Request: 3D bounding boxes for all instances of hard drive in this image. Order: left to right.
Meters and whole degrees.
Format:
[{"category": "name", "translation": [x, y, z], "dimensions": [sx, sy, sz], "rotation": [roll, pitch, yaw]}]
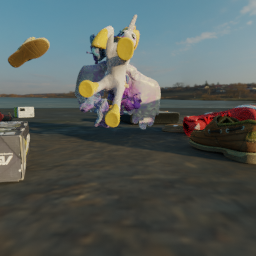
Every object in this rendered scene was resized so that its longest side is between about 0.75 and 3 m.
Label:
[{"category": "hard drive", "translation": [0.708, -0.444, 11.173], "dimensions": [1.824, 0.430, 2.613], "rotation": [-1, 5, -12]}]

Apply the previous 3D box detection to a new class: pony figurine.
[{"category": "pony figurine", "translation": [-0.254, -1.119, 6.397], "dimensions": [2.289, 2.653, 2.749], "rotation": [14, 27, 3]}]

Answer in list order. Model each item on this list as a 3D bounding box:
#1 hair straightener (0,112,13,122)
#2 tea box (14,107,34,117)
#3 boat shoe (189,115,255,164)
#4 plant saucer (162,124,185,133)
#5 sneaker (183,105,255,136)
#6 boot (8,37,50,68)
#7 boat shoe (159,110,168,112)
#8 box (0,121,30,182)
[{"category": "hair straightener", "translation": [-5.425, -0.496, 11.180], "dimensions": [0.991, 0.527, 2.575], "rotation": [0, 5, 0]}, {"category": "tea box", "translation": [-5.605, -0.856, 15.085], "dimensions": [0.825, 0.551, 0.811], "rotation": [-4, 6, -37]}, {"category": "boat shoe", "translation": [1.509, 0.091, 4.280], "dimensions": [0.617, 0.583, 1.714], "rotation": [-2, 5, -19]}, {"category": "plant saucer", "translation": [1.499, 0.002, 7.705], "dimensions": [1.154, 0.170, 1.154], "rotation": [0, 6, 0]}, {"category": "sneaker", "translation": [1.943, -0.038, 6.187], "dimensions": [1.065, 0.722, 1.843], "rotation": [-12, -2, -28]}, {"category": "boot", "translation": [-2.215, -1.919, 6.613], "dimensions": [1.142, 0.416, 0.888], "rotation": [-23, 32, 25]}, {"category": "boat shoe", "translation": [1.209, -0.887, 14.409], "dimensions": [2.026, 0.733, 0.732], "rotation": [-2, 5, -21]}, {"category": "box", "translation": [-2.250, 0.227, 3.145], "dimensions": [2.135, 0.524, 1.721], "rotation": [-2, 4, -18]}]
